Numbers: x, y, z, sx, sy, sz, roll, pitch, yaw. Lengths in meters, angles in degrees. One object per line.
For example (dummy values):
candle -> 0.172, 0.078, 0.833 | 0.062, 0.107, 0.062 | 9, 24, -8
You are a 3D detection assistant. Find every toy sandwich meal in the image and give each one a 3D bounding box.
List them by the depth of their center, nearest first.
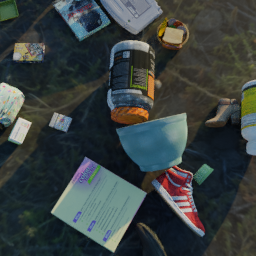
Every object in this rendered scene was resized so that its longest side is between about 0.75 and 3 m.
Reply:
toy sandwich meal -> 1.950, -4.141, 12.171 | 1.564, 0.536, 1.564 | 0, 75, 0

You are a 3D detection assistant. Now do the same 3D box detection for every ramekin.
ramekin -> 2.797, 1.719, 10.489 | 0.382, 0.782, 0.782 | 42, 79, 18

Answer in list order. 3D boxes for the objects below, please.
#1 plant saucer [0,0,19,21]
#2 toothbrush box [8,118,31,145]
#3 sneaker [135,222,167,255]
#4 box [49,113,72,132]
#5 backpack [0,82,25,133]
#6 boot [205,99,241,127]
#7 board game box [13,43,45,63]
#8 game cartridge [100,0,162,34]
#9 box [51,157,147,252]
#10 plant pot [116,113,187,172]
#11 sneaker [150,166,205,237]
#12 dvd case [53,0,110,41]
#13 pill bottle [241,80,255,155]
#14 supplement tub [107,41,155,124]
plant saucer -> -5.450, -5.267, 12.638 | 0.948, 0.227, 0.947 | -18, 76, -5
toothbrush box -> -4.139, 0.142, 10.652 | 0.502, 1.167, 0.850 | 25, 74, -20
sneaker -> 0.863, 4.540, 9.661 | 1.177, 0.984, 2.592 | -32, 73, 2
box -> -2.723, -0.231, 11.319 | 0.753, 0.155, 0.587 | 19, 76, 4
backpack -> -4.913, -0.795, 10.912 | 1.170, 1.542, 1.848 | 27, 73, -12
boot -> 3.800, -0.639, 11.291 | 1.516, 0.533, 1.108 | -2, 69, -2
board game box -> -4.272, -3.236, 12.095 | 1.247, 0.216, 0.845 | 1, 75, 1
game cartridge -> -0.060, -5.597, 12.286 | 1.877, 0.577, 2.820 | -42, 93, -15
box -> -0.976, 2.668, 9.981 | 2.512, 1.215, 2.210 | 29, 77, 7
plant pot -> 0.996, 0.566, 10.032 | 2.540, 2.540, 1.702 | -13, 90, -3
sneaker -> 2.173, 2.535, 10.180 | 1.443, 0.914, 2.566 | -40, 76, -7
dvd case -> -2.106, -5.175, 12.605 | 1.663, 0.251, 2.279 | -33, 77, -8
pill bottle -> 5.128, -0.365, 10.642 | 1.515, 1.515, 2.695 | 6, 75, 2
supplement tub -> 0.126, -1.711, 10.877 | 1.777, 1.777, 2.900 | 4, 75, 1
